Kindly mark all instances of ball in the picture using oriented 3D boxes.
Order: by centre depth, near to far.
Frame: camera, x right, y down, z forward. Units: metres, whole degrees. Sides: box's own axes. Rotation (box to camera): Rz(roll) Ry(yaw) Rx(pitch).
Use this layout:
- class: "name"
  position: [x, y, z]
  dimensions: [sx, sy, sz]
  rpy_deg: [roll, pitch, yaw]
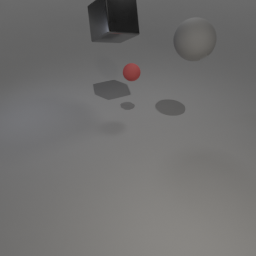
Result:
- class: "ball"
  position: [2.232, -2.950, 9.371]
  dimensions: [1.400, 1.400, 1.400]
  rpy_deg: [0, 33, 0]
- class: "ball"
  position: [0.141, -2.186, 10.989]
  dimensions: [0.700, 0.700, 0.700]
  rpy_deg: [0, 33, 0]

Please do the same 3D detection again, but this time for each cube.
- class: "cube"
  position: [-0.565, -4.148, 10.771]
  dimensions: [1.400, 1.400, 1.400]
  rpy_deg: [-10, 6, -34]
